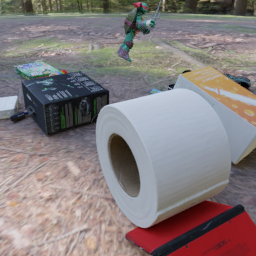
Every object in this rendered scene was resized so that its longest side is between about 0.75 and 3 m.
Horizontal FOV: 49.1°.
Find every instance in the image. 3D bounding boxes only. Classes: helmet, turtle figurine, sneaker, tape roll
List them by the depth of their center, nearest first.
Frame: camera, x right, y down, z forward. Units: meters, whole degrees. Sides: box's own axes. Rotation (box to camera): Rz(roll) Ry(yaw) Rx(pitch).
[{"bbox_3d":[0.658,0.599,6.389,1.881,2.740,2.740,-16,32,-26],"label":"tape roll"},{"bbox_3d":[0.357,-3.517,9.923,1.137,2.259,1.691,30,18,-1],"label":"turtle figurine"},{"bbox_3d":[2.509,-1.515,11.636,1.614,1.539,1.614,35,15,-11],"label":"helmet"},{"bbox_3d":[5.206,-2.281,13.983,1.831,0.691,0.726,5,30,10],"label":"sneaker"}]

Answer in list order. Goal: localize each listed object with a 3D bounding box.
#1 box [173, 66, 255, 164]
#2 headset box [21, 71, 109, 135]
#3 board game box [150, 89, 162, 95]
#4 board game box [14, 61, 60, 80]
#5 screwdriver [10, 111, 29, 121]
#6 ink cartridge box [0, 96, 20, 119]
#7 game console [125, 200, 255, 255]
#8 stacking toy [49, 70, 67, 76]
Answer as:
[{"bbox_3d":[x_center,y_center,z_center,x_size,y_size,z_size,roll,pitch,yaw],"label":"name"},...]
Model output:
[{"bbox_3d":[2.990,-0.548,9.002,1.818,1.424,2.922,-23,55,-40],"label":"box"},{"bbox_3d":[-2.515,-1.066,10.863,2.770,1.285,2.412,-18,37,-32],"label":"headset box"},{"bbox_3d":[1.697,-0.933,11.070,0.275,1.137,1.503,-51,46,-8],"label":"board game box"},{"bbox_3d":[-5.259,-3.267,16.137,1.763,0.381,2.620,-19,34,-32],"label":"board game box"},{"bbox_3d":[-3.929,-0.666,11.516,0.299,0.286,2.053,45,36,14],"label":"screwdriver"},{"bbox_3d":[-5.493,-0.777,11.512,1.825,0.431,1.461,-10,30,-9],"label":"ink cartridge box"},{"bbox_3d":[1.409,2.448,5.628,2.231,1.324,1.923,-16,63,-27],"label":"game console"},{"bbox_3d":[-3.676,-2.784,15.054,0.676,0.676,1.584,3,23,5],"label":"stacking toy"}]
